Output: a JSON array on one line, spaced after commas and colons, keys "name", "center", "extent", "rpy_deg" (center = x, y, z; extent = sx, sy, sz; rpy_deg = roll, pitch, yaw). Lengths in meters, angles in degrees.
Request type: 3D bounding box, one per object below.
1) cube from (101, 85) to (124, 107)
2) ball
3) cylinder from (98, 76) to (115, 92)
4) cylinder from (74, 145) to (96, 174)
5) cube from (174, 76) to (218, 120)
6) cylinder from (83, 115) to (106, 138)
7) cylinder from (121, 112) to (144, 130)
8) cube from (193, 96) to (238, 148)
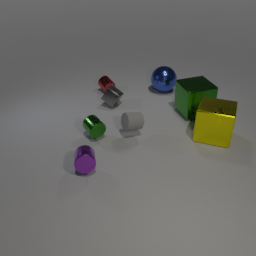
[{"name": "cube", "center": [-0.750, -1.547, 13.601], "extent": [0.700, 0.700, 0.700], "rpy_deg": [38, 25, 3]}, {"name": "ball", "center": [1.929, -2.630, 15.091], "extent": [1.400, 1.400, 1.400], "rpy_deg": [0, 31, 0]}, {"name": "cylinder", "center": [-1.154, -2.363, 15.171], "extent": [0.700, 0.700, 0.700], "rpy_deg": [-21, 54, -31]}, {"name": "cylinder", "center": [-1.419, 1.024, 9.220], "extent": [0.700, 0.700, 0.700], "rpy_deg": [-5, 24, -8]}, {"name": "cube", "center": [3.046, -1.395, 12.745], "extent": [1.400, 1.400, 1.400], "rpy_deg": [-11, 35, -12]}, {"name": "cylinder", "center": [-1.326, -0.061, 11.012], "extent": [0.700, 0.700, 0.700], "rpy_deg": [-18, 40, -28]}, {"name": "cylinder", "center": [0.175, -0.275, 11.025], "extent": [0.700, 0.700, 0.700], "rpy_deg": [-4, 29, -28]}, {"name": "cube", "center": [3.451, -0.262, 11.073], "extent": [1.400, 1.400, 1.400], "rpy_deg": [11, 32, 19]}]
